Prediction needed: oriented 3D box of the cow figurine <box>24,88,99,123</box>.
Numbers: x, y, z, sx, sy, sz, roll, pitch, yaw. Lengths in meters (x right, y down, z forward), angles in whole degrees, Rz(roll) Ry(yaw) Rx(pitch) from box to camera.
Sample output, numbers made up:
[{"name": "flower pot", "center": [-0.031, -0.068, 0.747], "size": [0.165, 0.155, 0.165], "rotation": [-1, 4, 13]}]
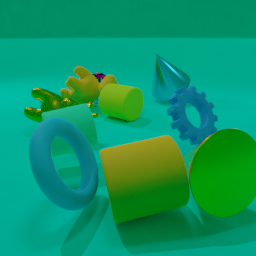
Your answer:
[{"name": "cow figurine", "center": [-1.476, -0.325, 6.442], "size": [1.650, 0.921, 1.677], "rotation": [19, -5, 0]}]

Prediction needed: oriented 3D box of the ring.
[{"name": "ring", "center": [-0.784, 0.446, 3.634], "size": [0.247, 1.236, 1.236], "rotation": [-23, 12, 20]}]

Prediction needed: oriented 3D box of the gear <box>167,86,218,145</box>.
[{"name": "gear", "center": [1.293, -0.256, 5.546], "size": [1.164, 1.164, 0.215], "rotation": [-15, -8, -36]}]

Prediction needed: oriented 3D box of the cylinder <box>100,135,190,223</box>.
[{"name": "cylinder", "center": [0.183, 0.644, 3.627], "size": [0.940, 0.940, 0.940], "rotation": [-12, 21, -7]}]

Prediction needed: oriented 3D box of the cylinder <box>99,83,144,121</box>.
[{"name": "cylinder", "center": [-0.183, -0.718, 7.718], "size": [0.912, 0.912, 0.912], "rotation": [15, 24, 35]}]

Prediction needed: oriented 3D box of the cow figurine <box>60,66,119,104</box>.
[{"name": "cow figurine", "center": [-1.086, -1.133, 8.760], "size": [1.720, 1.748, 0.960], "rotation": [33, 54, -15]}]

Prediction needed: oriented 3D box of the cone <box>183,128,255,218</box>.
[{"name": "cone", "center": [1.043, 0.516, 3.933], "size": [1.106, 1.106, 1.110], "rotation": [-7, 7, -20]}]

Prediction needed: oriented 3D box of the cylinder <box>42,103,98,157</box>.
[{"name": "cylinder", "center": [-0.992, 0.034, 4.764], "size": [0.769, 0.769, 0.769], "rotation": [-15, 23, -17]}]

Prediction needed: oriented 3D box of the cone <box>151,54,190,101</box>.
[{"name": "cone", "center": [1.163, -1.865, 9.127], "size": [1.383, 1.388, 1.383], "rotation": [-18, 44, 18]}]

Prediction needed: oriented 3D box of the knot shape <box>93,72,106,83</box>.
[{"name": "knot shape", "center": [-1.244, -1.559, 9.817], "size": [0.518, 1.121, 1.049], "rotation": [38, 17, -54]}]
